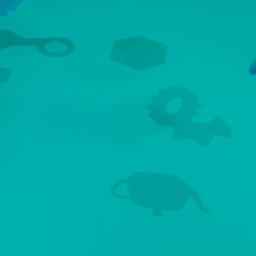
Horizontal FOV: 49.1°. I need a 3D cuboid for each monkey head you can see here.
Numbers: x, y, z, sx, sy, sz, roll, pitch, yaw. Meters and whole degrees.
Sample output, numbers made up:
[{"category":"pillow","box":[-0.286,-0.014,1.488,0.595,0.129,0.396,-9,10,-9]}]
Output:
[{"category":"monkey head","box":[-2.767,-2.955,6.055,1.248,0.898,0.752,-14,64,25]}]

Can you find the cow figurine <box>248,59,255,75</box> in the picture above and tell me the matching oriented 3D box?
[{"category":"cow figurine","box":[3.048,-1.211,5.044,1.319,1.297,0.724,32,17,-17]}]
